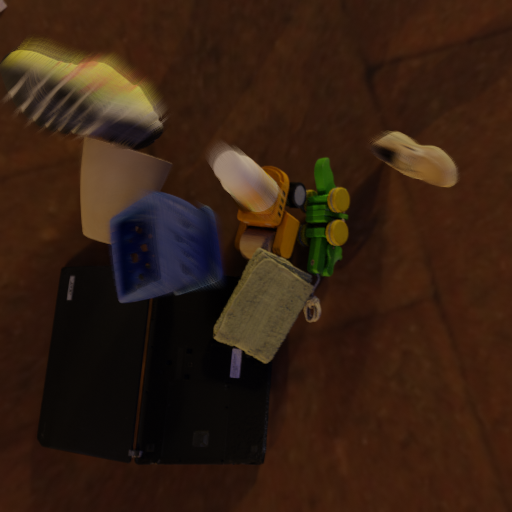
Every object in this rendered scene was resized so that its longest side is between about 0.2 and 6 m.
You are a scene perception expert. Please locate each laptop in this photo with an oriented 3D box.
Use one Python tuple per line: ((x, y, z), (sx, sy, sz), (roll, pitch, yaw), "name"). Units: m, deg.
((-1.379, 1.531, 8.068), (2.933, 1.515, 2.599), (9, 78, -24), "laptop")

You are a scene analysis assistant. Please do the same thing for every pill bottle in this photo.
((-0.131, -0.905, 6.738), (0.473, 0.852, 0.473), (-12, 65, 27), "pill bottle")

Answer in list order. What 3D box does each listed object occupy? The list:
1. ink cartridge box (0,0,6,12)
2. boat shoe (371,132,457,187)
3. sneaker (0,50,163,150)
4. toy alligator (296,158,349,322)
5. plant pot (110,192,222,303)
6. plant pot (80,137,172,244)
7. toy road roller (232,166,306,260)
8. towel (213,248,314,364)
((-4.859, -3.937, 8.917), (1.408, 0.475, 0.820), (-42, 83, -8), "ink cartridge box")
((2.231, -1.344, 8.035), (0.482, 0.536, 1.485), (-22, 40, -18), "boat shoe")
((-2.380, -2.253, 7.662), (0.912, 2.334, 1.054), (-31, 63, 28), "sneaker")
((1.048, -0.216, 8.207), (0.645, 0.704, 2.376), (7, 85, -43), "toy alligator")
((-1.070, -0.064, 6.904), (1.003, 1.115, 1.115), (2, 74, -42), "plant pot")
((-2.016, -0.875, 8.083), (1.262, 1.262, 1.347), (18, 95, 3), "plant pot")
((0.061, -0.622, 7.952), (0.817, 0.971, 1.330), (8, 81, 36), "toy road roller")
((0.112, 0.700, 7.788), (1.057, 0.260, 1.424), (30, 85, -21), "towel")
